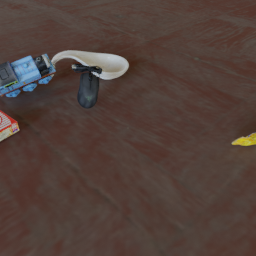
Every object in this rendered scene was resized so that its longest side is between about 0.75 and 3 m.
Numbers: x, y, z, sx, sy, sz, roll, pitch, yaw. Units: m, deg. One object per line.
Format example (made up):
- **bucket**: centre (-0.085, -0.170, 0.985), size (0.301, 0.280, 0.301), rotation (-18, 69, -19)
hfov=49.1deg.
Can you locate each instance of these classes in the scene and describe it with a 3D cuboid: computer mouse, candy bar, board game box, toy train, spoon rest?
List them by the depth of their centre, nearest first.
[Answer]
- **candy bar**: centre (3.784, 0.165, 7.165), size (2.314, 0.577, 0.256), rotation (-10, 71, -14)
- **board game box**: centre (-3.824, 0.075, 7.290), size (1.125, 0.344, 1.485), rotation (28, 46, 26)
- **computer mouse**: centre (-1.183, -1.267, 8.256), size (0.947, 0.360, 1.367), rotation (4, 78, -21)
- **toy train**: centre (-3.264, -1.666, 8.767), size (2.043, 1.167, 0.886), rotation (-26, 85, -14)
- **spoon rest**: centre (-1.407, -2.272, 9.958), size (2.871, 0.870, 1.426), rotation (-1, 41, -1)
